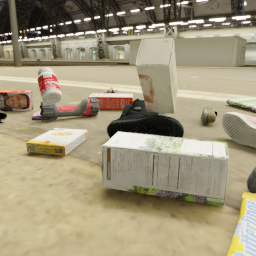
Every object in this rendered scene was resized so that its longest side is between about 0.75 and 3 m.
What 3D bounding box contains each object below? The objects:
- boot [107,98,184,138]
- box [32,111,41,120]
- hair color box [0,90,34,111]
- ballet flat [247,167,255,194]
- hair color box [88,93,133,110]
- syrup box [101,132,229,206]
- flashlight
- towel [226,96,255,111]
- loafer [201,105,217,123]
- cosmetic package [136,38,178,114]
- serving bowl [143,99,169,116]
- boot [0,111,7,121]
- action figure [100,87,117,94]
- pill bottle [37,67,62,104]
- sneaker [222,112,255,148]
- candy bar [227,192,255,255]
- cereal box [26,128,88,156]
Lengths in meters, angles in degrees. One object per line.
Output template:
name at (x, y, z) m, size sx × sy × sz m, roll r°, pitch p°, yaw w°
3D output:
boot at (0.710, -0.299, 8.890) m, size 2.378 × 0.908 × 1.998 m, roll -1°, pitch 25°, yaw 22°
box at (-3.520, -0.521, 11.495) m, size 0.597 × 0.171 × 0.873 m, roll 0°, pitch 16°, yaw -1°
hair color box at (-5.268, -1.235, 12.717) m, size 1.764 × 0.895 × 0.540 m, roll -1°, pitch 15°, yaw -3°
ballet flat at (3.138, 1.065, 4.938) m, size 1.941 × 0.709 × 0.709 m, roll 10°, pitch 18°, yaw 31°
hair color box at (-0.783, -1.268, 13.320) m, size 2.044 × 0.626 × 1.037 m, roll 2°, pitch 16°, yaw 2°
syrup box at (0.720, 0.734, 5.546) m, size 2.343 × 0.954 × 0.922 m, roll 5°, pitch 16°, yaw 16°
flashlight at (-2.324, -0.821, 11.272) m, size 2.317 × 0.787 × 0.784 m, roll -3°, pitch 50°, yaw -29°
towel at (6.172, -1.051, 13.253) m, size 1.870 × 0.385 × 2.507 m, roll -8°, pitch 20°, yaw -19°
loafer at (3.139, -0.473, 10.816) m, size 0.539 × 0.582 × 1.549 m, roll 17°, pitch 22°, yaw 11°
cosmetic package at (0.829, -1.329, 7.481) m, size 0.844 × 1.934 × 1.000 m, roll 5°, pitch 58°, yaw 16°
serving bowl at (0.922, -0.537, 10.059) m, size 1.451 × 0.477 × 1.451 m, roll -22°, pitch 43°, yaw 23°
boot at (-5.533, -0.435, 10.263) m, size 1.404 × 0.674 × 1.920 m, roll 7°, pitch 16°, yaw 24°
action figure at (-1.155, -2.238, 17.033) m, size 1.037 × 0.543 × 1.004 m, roll 1°, pitch 7°, yaw 5°
pill bottle at (-2.848, -1.541, 10.075) m, size 0.707 × 0.707 × 1.260 m, roll -8°, pitch 60°, yaw -27°
sneaker at (3.864, 0.071, 8.186) m, size 1.140 × 0.821 × 2.181 m, roll -11°, pitch 25°, yaw -25°
candy bar at (1.831, 1.514, 4.106) m, size 0.568 × 0.253 × 2.279 m, roll 8°, pitch 17°, yaw 28°
cereal box at (-1.981, 0.357, 8.081) m, size 1.143 × 0.314 × 1.589 m, roll 4°, pitch 16°, yaw 13°
